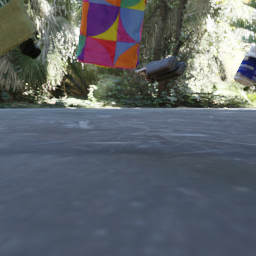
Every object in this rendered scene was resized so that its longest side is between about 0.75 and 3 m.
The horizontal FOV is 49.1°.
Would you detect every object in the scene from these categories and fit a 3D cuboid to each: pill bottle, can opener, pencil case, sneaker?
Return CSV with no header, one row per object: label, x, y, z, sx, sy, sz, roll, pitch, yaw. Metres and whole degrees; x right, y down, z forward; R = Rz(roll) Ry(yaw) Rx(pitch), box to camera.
pill bottle,3.776,-1.891,8.608,0.646,1.116,0.646,25,6,-3
can opener,0.667,-1.286,5.859,0.444,0.556,1.663,28,-9,-19
pencil case,-0.145,-2.228,4.166,1.168,2.642,1.168,9,21,-4
sneaker,-3.803,-3.090,10.034,0.989,0.660,1.727,38,1,-2

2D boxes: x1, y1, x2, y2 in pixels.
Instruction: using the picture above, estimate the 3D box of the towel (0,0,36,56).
towel,-3.696,-3.135,8.724,1.707,1.267,0.312,-19,6,27
